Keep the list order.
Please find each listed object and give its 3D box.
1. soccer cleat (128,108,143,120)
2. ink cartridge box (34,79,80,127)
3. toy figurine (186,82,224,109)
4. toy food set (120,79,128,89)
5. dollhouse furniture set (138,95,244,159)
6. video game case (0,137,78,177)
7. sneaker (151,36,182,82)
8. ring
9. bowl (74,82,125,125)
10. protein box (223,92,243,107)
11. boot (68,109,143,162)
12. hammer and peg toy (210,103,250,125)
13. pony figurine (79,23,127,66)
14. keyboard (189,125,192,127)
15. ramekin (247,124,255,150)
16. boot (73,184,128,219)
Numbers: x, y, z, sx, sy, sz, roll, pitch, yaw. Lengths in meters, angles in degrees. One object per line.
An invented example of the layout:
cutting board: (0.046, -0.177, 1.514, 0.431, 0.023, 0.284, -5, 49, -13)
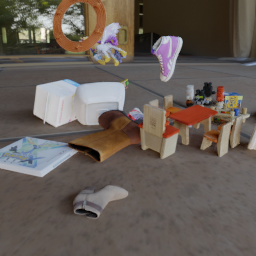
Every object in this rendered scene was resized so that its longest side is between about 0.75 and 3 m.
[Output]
soccer cleat: (0.539, -0.289, 11.260, 0.606, 0.565, 1.657, -36, 37, -11)
ink cartridge box: (-2.828, -1.071, 11.629, 1.312, 1.346, 2.095, 27, 28, 22)
toy figurine: (3.751, -1.472, 13.774, 1.686, 1.192, 1.713, -12, 23, -16)
toy food set: (-0.399, -2.830, 18.815, 0.996, 0.553, 1.693, -22, 13, 11)
dollhouse furniture set: (1.777, -0.274, 9.078, 2.933, 1.528, 2.965, -22, 32, -40)
video game case: (-2.825, 0.779, 8.335, 2.063, 0.227, 1.880, 7, 20, 20)
sneaker: (1.601, -3.287, 13.333, 1.291, 2.264, 0.821, -2, 37, -20)
ring: (-1.506, -3.197, 8.397, 1.840, 1.840, 0.177, 6, 2, 19)
bowl: (-1.082, -0.827, 10.971, 1.988, 1.985, 0.742, -5, 52, -14)
protein box: (5.253, -1.453, 14.409, 0.889, 0.604, 0.896, 0, 19, 0)
boot: (-0.867, 0.261, 9.369, 2.458, 0.894, 2.611, 25, 35, 35)
hammer and peg toy: (3.973, -0.493, 11.519, 1.827, 0.644, 1.344, -14, 25, -37)
pony figurine: (-1.019, -3.815, 13.148, 1.963, 1.693, 2.034, -27, 63, -33)
keyboard: (2.470, -0.393, 12.098, 0.600, 0.114, 2.131, 9, 20, 11)
ramekin: (4.266, 0.116, 8.728, 0.629, 1.351, 1.351, 20, 25, 22)
boot: (-0.581, 1.562, 5.887, 1.108, 0.389, 0.810, 1, 25, 6)
